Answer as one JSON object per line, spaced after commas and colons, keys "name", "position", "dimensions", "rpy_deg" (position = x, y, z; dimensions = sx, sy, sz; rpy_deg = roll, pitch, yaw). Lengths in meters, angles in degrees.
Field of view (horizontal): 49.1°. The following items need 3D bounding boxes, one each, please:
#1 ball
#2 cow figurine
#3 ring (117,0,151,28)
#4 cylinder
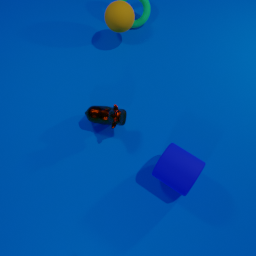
{"name": "ball", "position": [-0.265, -3.490, 8.805], "dimensions": [0.944, 0.944, 0.944], "rpy_deg": [0, 64, 0]}
{"name": "cow figurine", "position": [-0.621, -0.343, 7.614], "dimensions": [1.166, 1.148, 0.640], "rpy_deg": [7, 92, 1]}
{"name": "ring", "position": [0.163, -4.068, 9.627], "dimensions": [1.220, 0.244, 1.220], "rpy_deg": [1, 98, 4]}
{"name": "cylinder", "position": [1.254, 1.020, 6.965], "dimensions": [0.977, 0.977, 0.977], "rpy_deg": [32, 69, 15]}
